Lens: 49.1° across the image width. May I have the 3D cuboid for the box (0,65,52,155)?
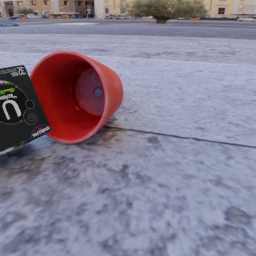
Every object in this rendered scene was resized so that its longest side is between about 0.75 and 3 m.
[{"bbox_3d":[-3.378,-0.186,6.374,2.419,1.797,1.504,-26,4,-43],"label":"box"}]

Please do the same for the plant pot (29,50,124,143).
[{"bbox_3d":[-1.274,-0.965,8.167,2.450,2.450,2.168,9,14,18],"label":"plant pot"}]
